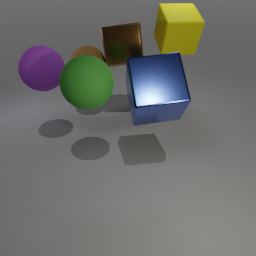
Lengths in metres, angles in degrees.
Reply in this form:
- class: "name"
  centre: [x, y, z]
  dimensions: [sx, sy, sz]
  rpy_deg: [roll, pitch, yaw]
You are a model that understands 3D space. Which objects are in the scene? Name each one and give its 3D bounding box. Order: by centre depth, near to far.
- class: "ball"
  centre: [-1.070, -1.178, 7.310]
  dimensions: [1.400, 1.400, 1.400]
  rpy_deg: [0, 29, 0]
- class: "cube"
  centre: [0.731, -1.002, 7.532]
  dimensions: [1.400, 1.400, 1.400]
  rpy_deg: [-8, 73, -3]
- class: "ball"
  centre: [-2.663, -1.838, 8.683]
  dimensions: [1.400, 1.400, 1.400]
  rpy_deg: [0, 29, 0]
- class: "cube"
  centre: [-0.164, -3.208, 10.705]
  dimensions: [1.400, 1.400, 1.400]
  rpy_deg: [-6, 20, 6]
- class: "cube"
  centre: [1.897, -3.779, 10.753]
  dimensions: [1.400, 1.400, 1.400]
  rpy_deg: [-4, 51, -9]
- class: "ball"
  centre: [-1.559, -2.481, 10.899]
  dimensions: [1.400, 1.400, 1.400]
  rpy_deg: [0, 29, 0]
